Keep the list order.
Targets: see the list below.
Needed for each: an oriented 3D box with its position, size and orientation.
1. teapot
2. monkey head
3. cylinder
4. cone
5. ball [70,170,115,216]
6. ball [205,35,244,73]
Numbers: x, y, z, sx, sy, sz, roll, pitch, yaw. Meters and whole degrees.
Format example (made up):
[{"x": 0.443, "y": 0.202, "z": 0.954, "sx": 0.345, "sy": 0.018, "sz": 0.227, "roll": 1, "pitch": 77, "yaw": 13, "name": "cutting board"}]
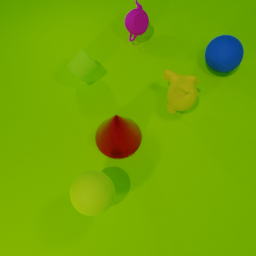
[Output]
[{"x": 0.252, "y": -3.561, "z": 9.283, "sx": 0.857, "sy": 1.378, "sz": 0.674, "roll": 0, "pitch": 20, "yaw": -35, "name": "teapot"}, {"x": 1.386, "y": -1.055, "z": 7.904, "sx": 1.181, "sy": 1.641, "sz": 0.989, "roll": 29, "pitch": 72, "yaw": 4, "name": "monkey head"}, {"x": -1.385, "y": -1.895, "z": 8.578, "sx": 0.711, "sy": 0.711, "sz": 0.711, "roll": -45, "pitch": 70, "yaw": 5, "name": "cylinder"}, {"x": -0.288, "y": -0.026, "z": 7.615, "sx": 1.364, "sy": 1.369, "sz": 1.364, "roll": 0, "pitch": 64, "yaw": 1, "name": "cone"}, {"x": -0.813, "y": 1.490, "z": 6.442, "sx": 1.020, "sy": 1.020, "sz": 1.020, "roll": 0, "pitch": 64, "yaw": 0, "name": "ball"}, {"x": 2.982, "y": -2.297, "z": 8.712, "sx": 1.148, "sy": 1.148, "sz": 1.148, "roll": 0, "pitch": 64, "yaw": 0, "name": "ball"}]
